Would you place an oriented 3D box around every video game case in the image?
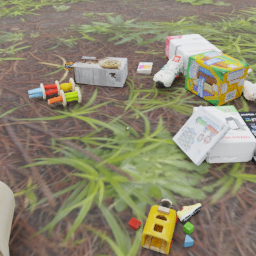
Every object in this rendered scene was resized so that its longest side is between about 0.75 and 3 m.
[{"bbox_3d":[2.401,0.199,9.397,0.206,1.583,1.739,33,12,-29],"label":"video game case"}]

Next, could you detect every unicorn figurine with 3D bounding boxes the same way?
[{"bbox_3d":[5.653,-1.972,13.060,1.878,1.010,2.735,-30,31,-24],"label":"unicorn figurine"}]

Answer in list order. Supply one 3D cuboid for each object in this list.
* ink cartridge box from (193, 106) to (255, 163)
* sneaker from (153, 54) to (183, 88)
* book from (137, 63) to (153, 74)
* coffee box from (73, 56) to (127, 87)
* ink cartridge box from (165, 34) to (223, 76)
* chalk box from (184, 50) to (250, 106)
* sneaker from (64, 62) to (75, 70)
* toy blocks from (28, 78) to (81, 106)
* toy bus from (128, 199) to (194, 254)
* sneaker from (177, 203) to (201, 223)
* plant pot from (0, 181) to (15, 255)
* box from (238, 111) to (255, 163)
[{"bbox_3d":[3.354,0.166,10.097,1.590,0.918,2.185,-3,37,-4],"label":"ink cartridge box"},{"bbox_3d":[2.058,-2.907,13.625,0.923,1.226,2.623,28,35,13],"label":"sneaker"},{"bbox_3d":[0.926,-3.292,15.280,0.723,0.260,1.082,4,36,10],"label":"book"},{"bbox_3d":[-1.355,-2.866,14.067,2.481,0.990,1.402,6,37,8],"label":"coffee box"},{"bbox_3d":[3.554,-4.127,15.568,2.091,1.217,2.871,-9,37,-12],"label":"ink cartridge box"},{"bbox_3d":[3.810,-2.490,12.995,1.702,1.690,2.727,-21,42,-27],"label":"chalk box"},{"bbox_3d":[-3.041,-3.437,15.365,0.941,0.364,0.368,-14,37,-20],"label":"sneaker"},{"bbox_3d":[-3.287,-1.486,12.454,2.042,0.741,1.702,-15,39,-19],"label":"toy blocks"},{"bbox_3d":[0.881,2.384,7.253,1.473,0.806,1.561,-17,41,-21],"label":"toy bus"},{"bbox_3d":[1.701,2.282,7.807,0.804,0.314,0.363,-21,39,-25],"label":"sneaker"},{"bbox_3d":[-3.615,2.312,6.485,2.252,2.252,2.062,-3,26,-5],"label":"plant pot"},{"bbox_3d":[5.623,0.391,9.990,2.865,0.712,2.843,-2,37,-3],"label":"box"}]
